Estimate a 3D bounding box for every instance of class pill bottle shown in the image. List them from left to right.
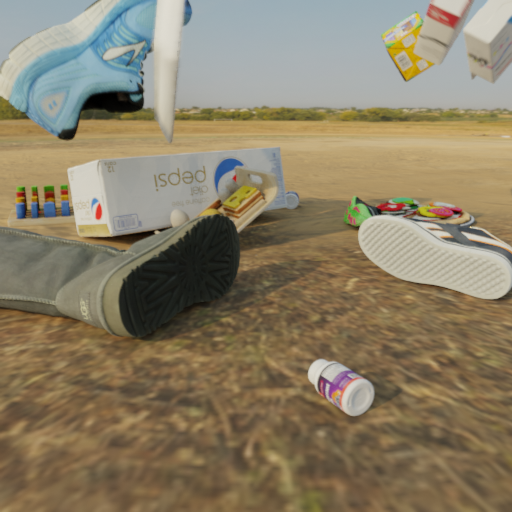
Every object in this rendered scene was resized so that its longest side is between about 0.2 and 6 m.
[{"bbox_3d":[0.898,-1.450,14.382,0.403,0.403,0.726,1,16,5],"label":"pill bottle"},{"bbox_3d":[0.739,1.156,5.031,0.334,0.334,0.600,-9,17,-29],"label":"pill bottle"}]

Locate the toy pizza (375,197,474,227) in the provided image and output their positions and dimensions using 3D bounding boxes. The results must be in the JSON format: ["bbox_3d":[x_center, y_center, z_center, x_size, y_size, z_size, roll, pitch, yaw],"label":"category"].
[{"bbox_3d":[3.696,-1.010,12.803,2.439,0.386,2.439,0,15,0],"label":"toy pizza"}]

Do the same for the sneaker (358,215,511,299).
[{"bbox_3d":[2.721,-0.050,8.378,2.346,0.920,0.932,24,31,32],"label":"sneaker"}]

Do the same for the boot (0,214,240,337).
[{"bbox_3d":[-2.335,0.088,7.762,3.464,1.257,3.150,1,12,29],"label":"boot"}]

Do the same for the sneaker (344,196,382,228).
[{"bbox_3d":[2.338,-0.860,12.161,0.702,0.643,1.675,20,16,-4],"label":"sneaker"}]

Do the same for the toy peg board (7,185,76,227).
[{"bbox_3d":[-4.911,-1.200,12.894,1.465,0.716,1.459,-6,16,-18],"label":"toy peg board"}]

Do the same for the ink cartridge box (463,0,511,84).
[{"bbox_3d":[4.351,-3.850,10.112,0.579,0.982,1.707,43,6,28],"label":"ink cartridge box"}]

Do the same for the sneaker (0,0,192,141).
[{"bbox_3d":[-2.178,-2.936,8.625,3.447,1.550,1.351,-46,14,-27],"label":"sneaker"}]

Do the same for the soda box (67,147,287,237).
[{"bbox_3d":[-1.490,-1.407,11.880,4.502,1.433,1.533,-12,8,-40],"label":"soda box"}]

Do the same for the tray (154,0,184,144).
[{"bbox_3d":[-1.231,-2.806,7.866,0.329,1.595,2.971,4,-9,-9],"label":"tray"}]

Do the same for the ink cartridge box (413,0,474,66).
[{"bbox_3d":[2.356,-2.963,6.907,0.403,0.713,0.972,30,-12,11],"label":"ink cartridge box"}]

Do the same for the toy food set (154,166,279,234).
[{"bbox_3d":[-0.756,-0.899,10.407,2.168,0.655,1.556,-42,30,-16],"label":"toy food set"}]

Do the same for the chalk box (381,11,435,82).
[{"bbox_3d":[3.159,-4.340,11.475,0.855,0.859,1.381,-29,29,25],"label":"chalk box"}]
